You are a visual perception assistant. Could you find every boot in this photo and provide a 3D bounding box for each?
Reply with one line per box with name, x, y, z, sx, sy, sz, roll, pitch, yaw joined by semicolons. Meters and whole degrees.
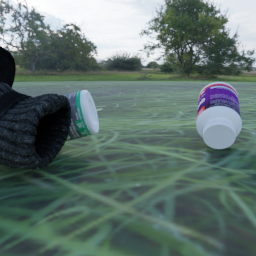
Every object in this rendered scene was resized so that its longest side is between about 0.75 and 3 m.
boot;-2.029;-0.528;4.913;2.227;1.121;2.978;-4;50;13

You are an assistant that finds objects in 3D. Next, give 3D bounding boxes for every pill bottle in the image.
pill bottle;-1.438;-0.135;5.477;1.582;0.895;0.895;-14;10;6
pill bottle;1.929;-0.279;5.986;0.885;0.885;1.575;3;36;15
